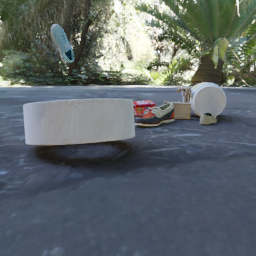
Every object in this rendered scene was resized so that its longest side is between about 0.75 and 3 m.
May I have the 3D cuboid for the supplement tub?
[{"bbox_3d":[3.472,-1.249,12.386,1.507,1.507,2.072,2,11,8],"label":"supplement tub"}]

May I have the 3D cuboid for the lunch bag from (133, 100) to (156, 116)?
[{"bbox_3d":[0.540,-0.910,13.182,1.368,0.637,1.554,-6,11,-7],"label":"lunch bag"}]

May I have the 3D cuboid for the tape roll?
[{"bbox_3d":[-1.191,-0.159,7.041,2.729,0.954,2.729,-4,2,0],"label":"tape roll"}]

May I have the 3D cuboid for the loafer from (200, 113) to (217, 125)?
[{"bbox_3d":[3.128,-0.390,10.812,0.458,0.414,1.212,7,13,32],"label":"loafer"}]

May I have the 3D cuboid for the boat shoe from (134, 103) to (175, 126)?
[{"bbox_3d":[1.045,-0.504,10.670,0.800,0.703,2.249,12,17,41],"label":"boat shoe"}]

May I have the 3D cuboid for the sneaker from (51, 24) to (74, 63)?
[{"bbox_3d":[-2.547,-3.397,11.334,0.660,1.612,0.596,22,55,41],"label":"sneaker"}]

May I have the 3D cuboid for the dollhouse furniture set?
[{"bbox_3d":[2.238,-1.223,12.902,1.116,1.307,2.521,3,11,7],"label":"dollhouse furniture set"}]
